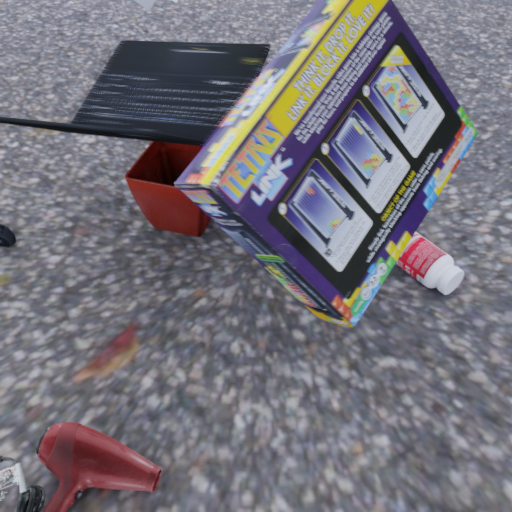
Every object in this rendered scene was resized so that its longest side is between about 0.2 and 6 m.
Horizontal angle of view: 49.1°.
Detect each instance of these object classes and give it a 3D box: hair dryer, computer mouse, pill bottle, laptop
[{"bbox_3d":[-2.426,3.077,7.050,2.513,0.683,1.914,-18,64,-13],"label":"hair dryer"},{"bbox_3d":[-5.356,-0.626,10.487,1.758,0.515,0.299,23,58,-14],"label":"computer mouse"},{"bbox_3d":[3.030,0.132,9.931,0.679,0.679,1.209,-27,50,-25],"label":"pill bottle"},{"bbox_3d":[-1.905,-2.766,8.788,3.128,1.823,3.530,11,63,21],"label":"laptop"}]

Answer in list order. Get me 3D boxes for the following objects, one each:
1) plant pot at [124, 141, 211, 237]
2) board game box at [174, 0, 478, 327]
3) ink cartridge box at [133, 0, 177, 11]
[{"bbox_3d":[-1.436,-1.276,10.905,1.559,1.374,1.558,13,45,12],"label":"plant pot"},{"bbox_3d":[1.130,-1.333,7.570,3.577,2.957,1.014,-54,28,-14],"label":"board game box"},{"bbox_3d":[-2.162,-5.128,10.232,1.504,0.510,0.866,27,46,-32],"label":"ink cartridge box"}]
